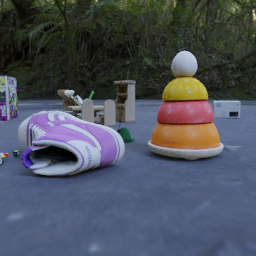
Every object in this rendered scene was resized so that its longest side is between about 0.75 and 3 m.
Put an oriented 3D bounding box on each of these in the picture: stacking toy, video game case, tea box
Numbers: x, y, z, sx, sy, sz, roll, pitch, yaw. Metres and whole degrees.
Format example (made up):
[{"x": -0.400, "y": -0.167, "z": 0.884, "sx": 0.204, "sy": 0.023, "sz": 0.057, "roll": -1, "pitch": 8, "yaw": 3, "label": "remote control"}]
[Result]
[{"x": 1.270, "y": -0.529, "z": 6.102, "sx": 1.633, "sy": 2.234, "sz": 1.633, "roll": 1, "pitch": 8, "yaw": 0, "label": "stacking toy"}, {"x": -6.124, "y": -1.541, "z": 14.350, "sx": 0.424, "sy": 2.147, "sz": 2.368, "roll": -1, "pitch": 7, "yaw": -10, "label": "video game case"}, {"x": 5.298, "y": -1.019, "z": 15.156, "sx": 1.326, "sy": 0.886, "sz": 1.305, "roll": 1, "pitch": 6, "yaw": 13, "label": "tea box"}]

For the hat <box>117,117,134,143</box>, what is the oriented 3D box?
[{"x": -0.144, "y": 0.003, "z": 7.865, "sx": 0.685, "sy": 0.728, "sz": 0.827, "roll": -4, "pitch": 8, "yaw": -27, "label": "hat"}]

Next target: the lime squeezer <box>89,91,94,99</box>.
[{"x": -2.764, "y": -0.968, "z": 15.362, "sx": 2.583, "sy": 0.912, "sz": 0.487, "roll": -29, "pitch": 19, "yaw": 15, "label": "lime squeezer"}]

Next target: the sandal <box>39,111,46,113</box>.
[{"x": -4.375, "y": -0.752, "z": 15.105, "sx": 1.318, "sy": 0.378, "sz": 0.505, "roll": -2, "pitch": 8, "yaw": -15, "label": "sandal"}]

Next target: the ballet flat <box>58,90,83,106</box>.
[{"x": -2.490, "y": -1.329, "z": 12.789, "sx": 0.592, "sy": 1.637, "sz": 0.555, "roll": -50, "pitch": -6, "yaw": 39, "label": "ballet flat"}]

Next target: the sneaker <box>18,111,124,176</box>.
[{"x": -1.574, "y": 0.239, "z": 5.278, "sx": 2.688, "sy": 0.974, "sz": 1.532, "roll": 5, "pitch": 12, "yaw": 35, "label": "sneaker"}]

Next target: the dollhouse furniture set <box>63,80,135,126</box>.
[{"x": -1.206, "y": -1.166, "z": 12.451, "sx": 2.885, "sy": 1.877, "sz": 2.650, "roll": -4, "pitch": 8, "yaw": -27, "label": "dollhouse furniture set"}]

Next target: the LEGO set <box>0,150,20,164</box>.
[{"x": -2.834, "y": 0.531, "z": 5.581, "sx": 1.211, "sy": 0.297, "sz": 0.904, "roll": -1, "pitch": 11, "yaw": -8, "label": "LEGO set"}]
